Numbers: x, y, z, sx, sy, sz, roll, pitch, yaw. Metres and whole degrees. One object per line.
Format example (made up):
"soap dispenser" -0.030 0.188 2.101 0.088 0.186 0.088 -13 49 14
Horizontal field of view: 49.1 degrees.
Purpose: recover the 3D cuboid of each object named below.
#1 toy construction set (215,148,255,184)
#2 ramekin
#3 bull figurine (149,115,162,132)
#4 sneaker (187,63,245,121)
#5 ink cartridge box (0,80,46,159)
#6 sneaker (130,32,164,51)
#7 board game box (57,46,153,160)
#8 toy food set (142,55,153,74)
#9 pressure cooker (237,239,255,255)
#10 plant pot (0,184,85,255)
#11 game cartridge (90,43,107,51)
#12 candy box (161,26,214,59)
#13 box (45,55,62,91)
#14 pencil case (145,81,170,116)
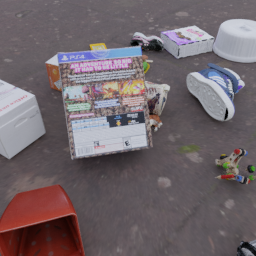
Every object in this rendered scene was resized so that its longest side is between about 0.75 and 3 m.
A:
"toy construction set" 2.769 1.143 7.730 1.193 0.916 0.995 -14 85 -40
"ramekin" 5.522 -4.309 13.619 2.527 1.232 2.527 0 41 0
"bull figurine" 0.579 -0.160 9.478 1.157 0.377 0.703 -15 47 -12
"sneaker" 3.649 -1.404 10.283 2.063 1.135 2.817 -11 38 -14
"ink cartridge box" -3.974 -0.370 8.780 2.084 1.522 1.529 24 47 28
"sneaker" 0.907 -4.131 13.973 1.819 0.731 0.785 22 63 29
"board game box" -0.681 -0.717 8.053 2.250 2.822 1.366 -7 4 -10
"toy food set" 0.508 -2.942 12.582 0.919 0.510 1.561 14 43 16
"pressure cooker" 2.762 2.709 5.765 0.931 0.819 0.832 -16 87 -14
"plant pot" -1.849 2.125 6.107 1.517 1.519 1.338 -11 29 -12
"game cartridge" -1.492 -4.037 14.137 0.775 0.143 0.879 -10 43 -12
"candy box" 2.925 -4.330 14.008 2.066 0.739 1.733 -17 44 -18
"box" -2.107 -2.057 11.031 1.915 1.191 0.933 17 44 19
"pencil case" 0.102 -1.341 10.135 2.868 1.283 1.116 17 52 18
